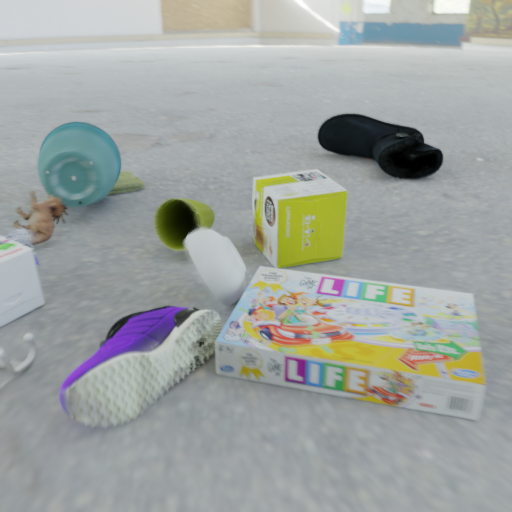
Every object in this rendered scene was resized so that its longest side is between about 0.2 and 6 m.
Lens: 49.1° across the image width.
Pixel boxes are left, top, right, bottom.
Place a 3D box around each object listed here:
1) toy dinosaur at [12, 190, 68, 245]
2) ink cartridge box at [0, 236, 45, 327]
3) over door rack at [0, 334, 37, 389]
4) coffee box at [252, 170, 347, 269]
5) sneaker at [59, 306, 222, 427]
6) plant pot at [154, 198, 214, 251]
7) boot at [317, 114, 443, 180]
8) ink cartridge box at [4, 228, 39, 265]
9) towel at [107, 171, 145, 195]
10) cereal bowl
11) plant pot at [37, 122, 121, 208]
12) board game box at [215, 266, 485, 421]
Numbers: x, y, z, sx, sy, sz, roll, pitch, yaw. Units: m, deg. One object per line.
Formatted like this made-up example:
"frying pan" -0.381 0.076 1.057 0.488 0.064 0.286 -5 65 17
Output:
"toy dinosaur" -4.045 -0.653 10.677 0.575 1.339 0.908 -10 -23 40
"ink cartridge box" -4.112 0.341 8.499 1.371 1.001 1.006 17 32 31
"over door rack" -3.779 1.470 6.577 1.517 0.684 2.053 3 26 9
"coffee box" 0.756 -0.702 10.266 1.339 1.337 1.324 -9 27 -17
"sneaker" -1.580 1.252 7.002 1.168 0.816 2.349 13 24 35
"plant pot" -1.211 -0.647 10.343 0.947 0.947 1.012 10 15 20
"boot" 3.241 -2.985 15.103 3.146 1.201 2.643 8 22 2
"ink cartridge box" -4.186 -0.031 9.610 0.710 0.155 0.716 -24 72 -8
"towel" -3.558 -1.752 13.675 1.484 0.271 1.101 -13 29 -27
"cereal bowl" -0.529 0.107 8.619 0.534 1.281 1.281 -30 26 7
"plant pot" -3.819 -1.844 11.957 1.793 1.793 1.685 -5 22 -10
"board game box" 1.292 1.030 7.598 3.190 0.546 2.145 7 27 14
